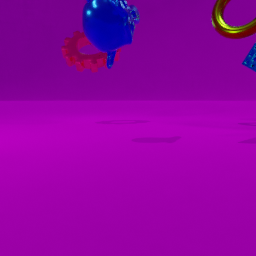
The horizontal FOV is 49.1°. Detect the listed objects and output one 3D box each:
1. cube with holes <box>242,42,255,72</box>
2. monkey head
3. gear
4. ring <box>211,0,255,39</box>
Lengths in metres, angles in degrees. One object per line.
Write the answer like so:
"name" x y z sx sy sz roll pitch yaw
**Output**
"cube with holes" 5.076 -2.531 10.552 0.887 0.887 0.887 4 33 -41
"monkey head" -0.317 -2.036 5.415 0.971 1.612 1.160 -12 20 28
"gear" -1.277 -2.783 9.871 2.033 2.033 0.376 0 -37 1
"ring" 3.415 -3.558 8.378 1.862 1.862 0.372 5 -8 37
